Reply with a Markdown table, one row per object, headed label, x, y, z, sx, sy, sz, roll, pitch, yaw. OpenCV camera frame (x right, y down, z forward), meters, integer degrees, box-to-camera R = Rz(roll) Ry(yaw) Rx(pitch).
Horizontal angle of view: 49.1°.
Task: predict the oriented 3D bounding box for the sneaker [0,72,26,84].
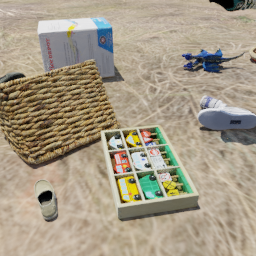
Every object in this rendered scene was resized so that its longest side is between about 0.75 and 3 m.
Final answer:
| label | x | y | z | sx | sy | sz | roll | pitch | yaw |
| --- | --- | --- | --- | --- | --- | --- | --- | --- | --- |
| sneaker | -4.810 | -1.385 | 9.726 | 1.465 | 0.977 | 2.557 | 22 | 44 | 20 |

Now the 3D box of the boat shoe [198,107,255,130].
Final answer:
| label | x | y | z | sx | sy | sz | roll | pitch | yaw |
| --- | --- | --- | --- | --- | --- | --- | --- | --- | --- |
| boat shoe | 2.963 | -0.324 | 8.512 | 1.829 | 0.673 | 0.598 | 8 | 28 | -7 |

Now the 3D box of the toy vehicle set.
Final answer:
| label | x | y | z | sx | sy | sz | roll | pitch | yaw |
| --- | --- | --- | --- | --- | --- | --- | --- | --- | --- |
| toy vehicle set | 0.362 | 0.878 | 6.829 | 1.718 | 0.367 | 2.766 | -7 | 34 | -10 |

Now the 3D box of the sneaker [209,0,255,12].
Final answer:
| label | x | y | z | sx | sy | sz | roll | pitch | yaw |
| --- | --- | --- | --- | --- | --- | --- | --- | --- | --- |
| sneaker | 2.691 | -3.015 | 6.598 | 1.748 | 0.624 | 0.698 | 12 | 65 | 2 |

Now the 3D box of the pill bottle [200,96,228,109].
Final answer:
| label | x | y | z | sx | sy | sz | roll | pitch | yaw |
| --- | --- | --- | --- | --- | --- | --- | --- | --- | --- |
| pill bottle | 2.824 | -0.738 | 9.220 | 0.810 | 0.450 | 0.450 | 29 | 43 | 36 |

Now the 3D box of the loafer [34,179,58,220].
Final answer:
| label | x | y | z | sx | sy | sz | roll | pitch | yaw |
| --- | --- | --- | --- | --- | --- | --- | --- | --- | --- |
| loafer | -1.745 | 1.432 | 5.965 | 0.421 | 0.380 | 1.112 | -16 | 36 | -22 |

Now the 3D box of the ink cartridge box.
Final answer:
| label | x | y | z | sx | sy | sz | roll | pitch | yaw |
| --- | --- | --- | --- | --- | --- | --- | --- | --- | --- |
| ink cartridge box | -2.161 | -3.297 | 11.658 | 2.800 | 2.062 | 2.026 | -8 | 34 | -13 |

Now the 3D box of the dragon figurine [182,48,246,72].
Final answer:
| label | x | y | z | sx | sy | sz | roll | pitch | yaw |
| --- | --- | --- | --- | --- | --- | --- | --- | --- | --- |
| dragon figurine | 3.721 | -2.974 | 12.340 | 2.668 | 0.785 | 1.327 | 9 | 34 | 14 |

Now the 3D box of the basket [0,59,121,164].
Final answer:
| label | x | y | z | sx | sy | sz | roll | pitch | yaw |
| --- | --- | --- | --- | --- | --- | --- | --- | --- | --- |
| basket | -2.167 | -0.422 | 8.298 | 3.000 | 2.235 | 2.141 | -26 | 8 | -33 |

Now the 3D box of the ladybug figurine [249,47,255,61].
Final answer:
| label | x | y | z | sx | sy | sz | roll | pitch | yaw |
| --- | --- | --- | --- | --- | --- | --- | --- | --- | --- |
| ladybug figurine | 6.273 | -3.414 | 13.188 | 0.883 | 0.468 | 1.301 | -23 | 40 | 1 |
